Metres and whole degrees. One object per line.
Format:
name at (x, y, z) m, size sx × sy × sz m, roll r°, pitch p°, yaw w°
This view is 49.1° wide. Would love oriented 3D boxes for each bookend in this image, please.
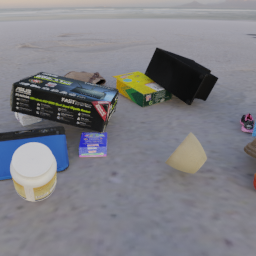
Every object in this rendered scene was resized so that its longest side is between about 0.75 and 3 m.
bookend at (2.658, -2.046, 11.825) m, size 2.755 × 1.269 × 2.737 m, roll 1°, pitch 32°, yaw -45°

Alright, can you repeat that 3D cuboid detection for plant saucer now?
plant saucer at (4.243, 0.669, 6.696) m, size 2.735 × 0.403 × 2.735 m, roll 7°, pitch 10°, yaw -1°

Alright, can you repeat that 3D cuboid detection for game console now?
game console at (-2.764, 0.678, 7.803) m, size 2.110 × 1.249 × 1.801 m, roll -6°, pitch -4°, yaw -13°

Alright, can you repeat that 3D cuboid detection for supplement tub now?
supplement tub at (-1.927, 0.917, 5.785) m, size 0.880 × 1.218 × 0.880 m, roll 7°, pitch 55°, yaw -10°

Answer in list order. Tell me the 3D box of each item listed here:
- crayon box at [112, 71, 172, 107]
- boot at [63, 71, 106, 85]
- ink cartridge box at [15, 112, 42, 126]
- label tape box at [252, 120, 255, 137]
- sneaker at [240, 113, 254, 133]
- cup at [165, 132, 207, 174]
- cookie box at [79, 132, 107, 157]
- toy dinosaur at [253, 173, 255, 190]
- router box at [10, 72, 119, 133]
crayon box at (0.551, -1.739, 12.059) m, size 1.539 × 0.616 × 2.424 m, roll -17°, pitch 36°, yaw -30°
boot at (-2.053, -2.193, 13.174) m, size 1.428 × 0.686 × 1.954 m, roll 27°, pitch 43°, yaw 29°
ink cartridge box at (-3.610, -0.515, 9.991) m, size 0.669 × 0.394 × 1.163 m, roll -18°, pitch 31°, yaw -32°
label tape box at (5.164, -0.450, 8.293) m, size 2.494 × 1.798 × 0.789 m, roll -7°, pitch 29°, yaw -12°
sneaker at (4.027, -0.276, 9.368) m, size 0.444 × 0.535 × 1.123 m, roll 5°, pitch 25°, yaw 14°
cup at (1.468, 0.690, 6.766) m, size 0.702 × 0.981 × 0.981 m, roll 41°, pitch 38°, yaw 9°
cookie box at (-0.988, 0.467, 8.055) m, size 0.776 × 0.341 × 0.907 m, roll -1°, pitch 25°, yaw -2°
toy dinosaur at (3.675, 1.296, 5.927) m, size 1.706 × 0.987 × 1.880 m, roll -16°, pitch 36°, yaw 8°
router box at (-1.903, -0.941, 9.147) m, size 2.956 × 0.918 × 2.215 m, roll 13°, pitch 20°, yaw 1°
